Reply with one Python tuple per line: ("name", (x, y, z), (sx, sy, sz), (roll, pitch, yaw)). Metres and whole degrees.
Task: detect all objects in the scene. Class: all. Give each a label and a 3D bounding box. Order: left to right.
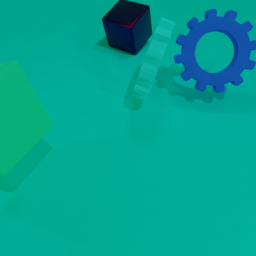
("cube", (-2.488, -0.170, 4.880), (1.398, 1.398, 1.398), (0, 37, 30))
("cube", (0.006, -3.412, 9.456), (1.170, 1.170, 1.170), (25, 66, 24))
("gear", (0.643, -1.720, 7.134), (0.375, 2.026, 2.026), (21, 46, 1))
("gear", (2.217, -1.932, 7.148), (2.015, 2.015, 0.373), (4, 13, 4))
